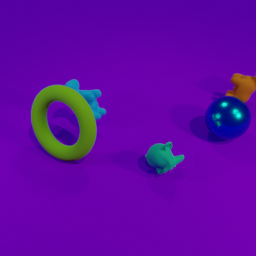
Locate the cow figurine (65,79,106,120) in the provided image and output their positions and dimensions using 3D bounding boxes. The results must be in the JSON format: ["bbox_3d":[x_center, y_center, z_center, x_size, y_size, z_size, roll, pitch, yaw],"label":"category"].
[{"bbox_3d":[-1.190,-0.684,7.104,1.088,1.106,0.607,-2,25,28],"label":"cow figurine"}]

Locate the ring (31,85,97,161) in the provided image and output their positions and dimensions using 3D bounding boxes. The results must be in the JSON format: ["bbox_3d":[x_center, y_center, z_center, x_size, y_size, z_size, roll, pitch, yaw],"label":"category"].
[{"bbox_3d":[-1.495,-0.088,6.390,1.791,1.791,0.358,21,26,22],"label":"ring"}]

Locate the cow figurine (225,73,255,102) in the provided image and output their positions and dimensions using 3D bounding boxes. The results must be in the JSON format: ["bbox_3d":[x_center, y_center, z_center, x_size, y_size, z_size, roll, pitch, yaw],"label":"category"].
[{"bbox_3d":[3.419,-1.146,7.796,1.142,1.160,0.637,20,34,18],"label":"cow figurine"}]

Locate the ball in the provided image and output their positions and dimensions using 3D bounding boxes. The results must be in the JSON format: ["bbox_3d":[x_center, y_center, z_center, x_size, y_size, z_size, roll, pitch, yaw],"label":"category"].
[{"bbox_3d":[2.489,-0.253,7.004,1.097,1.097,1.097,0,42,0],"label":"ball"}]

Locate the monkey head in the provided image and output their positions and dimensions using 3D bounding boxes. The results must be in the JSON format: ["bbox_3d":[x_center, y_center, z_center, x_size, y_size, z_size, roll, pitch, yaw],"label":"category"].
[{"bbox_3d":[0.823,0.618,6.249,0.771,1.071,0.646,-23,81,-28],"label":"monkey head"}]
